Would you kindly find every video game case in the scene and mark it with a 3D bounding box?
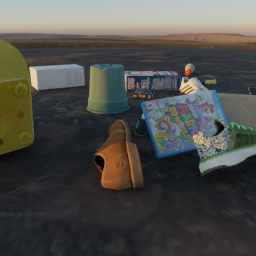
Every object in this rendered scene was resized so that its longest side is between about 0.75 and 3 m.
[{"bbox_3d":[1.494,-0.143,7.011,2.050,1.467,0.182,-11,-20,-12],"label":"video game case"}]

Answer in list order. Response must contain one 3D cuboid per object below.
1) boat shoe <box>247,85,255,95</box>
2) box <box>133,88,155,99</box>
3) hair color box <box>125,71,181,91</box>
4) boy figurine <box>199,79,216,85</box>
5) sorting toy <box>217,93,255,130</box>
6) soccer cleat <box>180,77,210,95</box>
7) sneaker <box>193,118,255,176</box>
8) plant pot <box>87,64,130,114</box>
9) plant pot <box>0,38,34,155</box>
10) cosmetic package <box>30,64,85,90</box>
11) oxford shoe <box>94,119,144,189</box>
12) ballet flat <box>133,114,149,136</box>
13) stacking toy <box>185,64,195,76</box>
[{"bbox_3d":[5.336,-1.265,11.381,0.758,0.619,2.051,3,20,9],"label":"boat shoe"},{"bbox_3d":[0.747,-1.591,12.868,0.871,0.237,1.087,4,20,10],"label":"box"},{"bbox_3d":[1.207,-2.418,14.326,2.716,0.822,1.358,-1,20,-4],"label":"hair color box"},{"bbox_3d":[4.428,-2.578,15.587,0.909,0.293,0.565,5,17,22],"label":"boy figurine"},{"bbox_3d":[3.425,-0.075,7.489,2.963,0.436,2.190,5,51,13],"label":"sorting toy"},{"bbox_3d":[2.997,-1.698,12.174,0.731,0.907,2.130,-9,21,-23],"label":"soccer cleat"},{"bbox_3d":[2.338,0.172,6.106,2.361,1.046,0.908,-19,-10,-33],"label":"sneaker"},{"bbox_3d":[-0.777,-1.549,10.682,1.675,1.641,1.675,0,20,0],"label":"plant pot"},{"bbox_3d":[-3.738,-0.596,6.614,2.865,2.782,2.801,24,30,38],"label":"plant pot"},{"bbox_3d":[-3.730,-2.744,14.844,2.536,1.076,1.365,-11,24,-27],"label":"cosmetic package"},{"bbox_3d":[-0.316,0.464,6.224,0.922,0.922,2.586,-11,21,-3],"label":"oxford shoe"},{"bbox_3d":[0.810,-0.311,8.692,0.683,0.683,1.871,13,23,33],"label":"ballet flat"},{"bbox_3d":[4.117,-3.876,18.920,0.629,0.629,1.473,6,27,16],"label":"stacking toy"}]
